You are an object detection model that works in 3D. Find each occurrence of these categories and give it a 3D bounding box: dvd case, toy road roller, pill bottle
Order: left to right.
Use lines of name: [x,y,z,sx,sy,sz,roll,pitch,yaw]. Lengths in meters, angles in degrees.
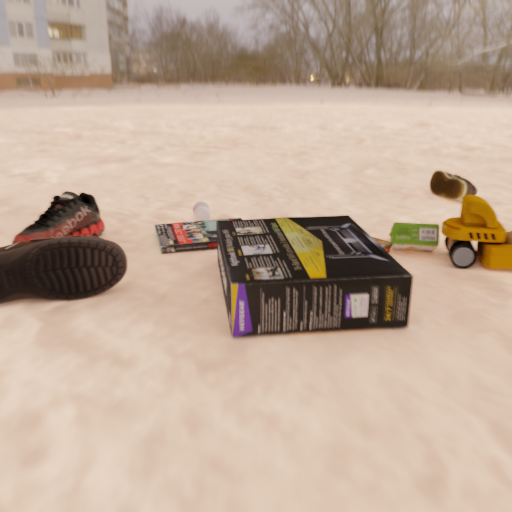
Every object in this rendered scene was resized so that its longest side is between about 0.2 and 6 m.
pill bottle: [-1.271,-0.999,13.099,0.400,0.400,0.705,-3,19,-8]
dvd case: [-1.094,-0.442,11.725,1.941,0.214,1.417,-7,23,-14]
toy road roller: [4.276,-0.449,10.270,1.680,1.226,1.032,4,20,11]

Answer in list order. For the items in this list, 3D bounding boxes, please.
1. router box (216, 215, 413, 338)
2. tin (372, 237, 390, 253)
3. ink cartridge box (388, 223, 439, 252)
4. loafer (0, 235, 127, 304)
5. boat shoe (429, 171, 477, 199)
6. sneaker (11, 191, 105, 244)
router box: [0.705,0.176,9.053,2.536,0.842,3.225,-2,19,-6]
tin: [2.255,-0.213,11.110,0.532,0.199,0.950,-16,20,-24]
ink cartridge box: [3.112,-0.314,11.180,0.856,0.439,1.158,3,-11,8]
loafer: [-3.524,0.123,8.904,2.852,1.041,1.012,-5,21,-16]
boat shoe: [5.374,-1.881,15.372,0.623,0.704,1.923,10,19,-10]
sneaker: [-3.984,-0.707,11.258,0.789,1.090,2.232,13,24,26]
